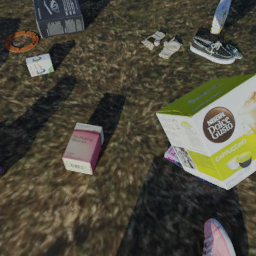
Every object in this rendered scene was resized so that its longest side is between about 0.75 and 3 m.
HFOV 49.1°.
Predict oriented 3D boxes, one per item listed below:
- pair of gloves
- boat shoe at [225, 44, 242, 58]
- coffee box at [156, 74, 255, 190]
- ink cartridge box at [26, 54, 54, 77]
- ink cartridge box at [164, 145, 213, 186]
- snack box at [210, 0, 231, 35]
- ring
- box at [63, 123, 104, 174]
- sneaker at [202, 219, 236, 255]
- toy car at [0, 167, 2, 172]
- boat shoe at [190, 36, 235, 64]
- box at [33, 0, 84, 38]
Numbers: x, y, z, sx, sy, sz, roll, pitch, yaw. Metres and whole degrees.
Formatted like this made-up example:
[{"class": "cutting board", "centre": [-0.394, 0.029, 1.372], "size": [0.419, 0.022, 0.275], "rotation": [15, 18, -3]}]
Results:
[{"class": "pair of gloves", "centre": [1.398, -3.417, 11.315], "size": [1.407, 0.247, 1.196], "rotation": [36, 61, 22]}, {"class": "boat shoe", "centre": [4.162, -3.012, 11.016], "size": [0.286, 0.242, 0.784], "rotation": [-32, 60, -21]}, {"class": "coffee box", "centre": [1.324, -0.008, 4.125], "size": [1.156, 1.158, 1.145], "rotation": [-31, 103, -11]}, {"class": "ink cartridge box", "centre": [-3.219, -2.300, 10.265], "size": [0.850, 0.618, 0.372], "rotation": [-15, 55, -10]}, {"class": "ink cartridge box", "centre": [1.970, 0.872, 8.154], "size": [1.563, 0.328, 0.933], "rotation": [32, 61, 19]}, {"class": "snack box", "centre": [3.951, -4.812, 11.809], "size": [0.402, 1.080, 1.518], "rotation": [20, 56, 15]}, {"class": "ring", "centre": [-4.379, -3.598, 11.519], "size": [1.368, 0.131, 1.368], "rotation": [0, 55, 0]}, {"class": "box", "centre": [-1.262, 0.581, 8.111], "size": [0.811, 0.691, 1.269], "rotation": [10, 54, 7]}, {"class": "sneaker", "centre": [1.884, 3.028, 6.315], "size": [0.972, 0.700, 1.859], "rotation": [-6, 58, -11]}, {"class": "toy car", "centre": [-3.816, 1.175, 7.588], "size": [0.901, 0.772, 1.030], "rotation": [11, 85, 31]}, {"class": "boat shoe", "centre": [3.300, -3.070, 10.828], "size": [1.793, 0.612, 0.662], "rotation": [32, 60, 21]}, {"class": "box", "centre": [-2.880, -4.709, 11.642], "size": [1.850, 0.965, 1.369], "rotation": [-12, 69, -8]}]
